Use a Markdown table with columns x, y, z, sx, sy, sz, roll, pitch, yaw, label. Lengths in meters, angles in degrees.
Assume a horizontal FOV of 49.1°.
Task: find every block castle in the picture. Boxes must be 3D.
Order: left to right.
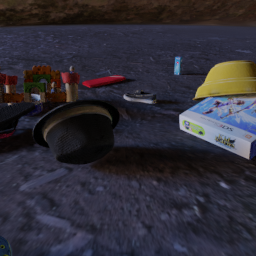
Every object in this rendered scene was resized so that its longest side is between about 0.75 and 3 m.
| x | y | z | sx | sy | sz | roll | pitch | yaw | label |
| --- | --- | --- | --- | --- | --- | --- | --- | --- | --- |
| -3.185 | -1.614 | 10.038 | 2.881 | 1.351 | 1.925 | -2 | 8 | -6 | block castle |

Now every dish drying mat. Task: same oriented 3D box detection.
| x | y | z | sx | sy | sz | roll | pitch | yaw | label |
| --- | --- | --- | --- | --- | --- | --- | --- | --- | --- |
| -1.127 | -2.266 | 13.422 | 2.030 | 0.185 | 0.779 | -17 | 31 | -33 | dish drying mat |

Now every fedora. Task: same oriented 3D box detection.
| x | y | z | sx | sy | sz | roll | pitch | yaw | label |
| --- | --- | --- | --- | --- | --- | --- | --- | --- | --- |
| -1.084 | 0.243 | 6.578 | 2.108 | 2.108 | 0.963 | -11 | 59 | -22 | fedora |

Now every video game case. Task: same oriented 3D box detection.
| x | y | z | sx | sy | sz | roll | pitch | yaw | label |
| --- | --- | --- | --- | --- | --- | --- | --- | --- | --- |
| 3.236 | -0.358 | 8.209 | 2.561 | 0.582 | 2.322 | -30 | 37 | -28 | video game case |

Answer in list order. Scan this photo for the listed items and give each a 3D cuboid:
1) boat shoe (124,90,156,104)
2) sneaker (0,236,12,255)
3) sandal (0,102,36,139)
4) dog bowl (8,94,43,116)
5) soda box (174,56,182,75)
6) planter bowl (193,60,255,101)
| x | y | z | sx | sy | sz | roll | pitch | yaw | label |
| --- | --- | --- | --- | --- | --- | --- | --- | --- | --- |
| 0.466 | -1.281 | 10.957 | 1.345 | 0.456 | 0.482 | 12 | 27 | 24 | boat shoe |
| -1.730 | 1.912 | 3.463 | 2.478 | 0.938 | 1.301 | 11 | 26 | 24 | sneaker |
| -3.815 | 0.047 | 8.111 | 1.010 | 0.606 | 2.689 | 12 | 41 | 35 | sandal |
| -3.645 | -0.832 | 9.987 | 1.149 | 0.453 | 1.149 | 0 | 25 | 0 | dog bowl |
| 2.659 | -3.291 | 14.784 | 0.291 | 0.905 | 0.307 | 15 | 28 | 29 | soda box |
| 3.662 | -1.619 | 9.643 | 2.839 | 1.182 | 2.839 | -2 | 1 | 0 | planter bowl |
